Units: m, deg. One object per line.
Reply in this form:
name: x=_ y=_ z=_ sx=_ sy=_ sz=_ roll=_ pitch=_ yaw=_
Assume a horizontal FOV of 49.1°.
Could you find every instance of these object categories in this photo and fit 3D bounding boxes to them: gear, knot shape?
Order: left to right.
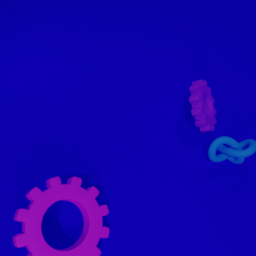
gear: x=-1.374 y=2.062 z=6.005 sx=1.987 sy=0.368 sz=1.987 roll=10 pitch=68 yaw=-27
gear: x=2.095 y=-0.606 z=7.760 sx=0.263 sy=1.422 sz=1.422 roll=-11 pitch=50 yaw=33
knot shape: x=2.627 y=0.599 z=7.147 sx=1.166 sy=1.091 sz=0.539 roll=-3 pitch=70 yaw=11
